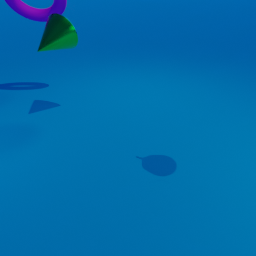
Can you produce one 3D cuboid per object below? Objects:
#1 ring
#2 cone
[{"bbox_3d":[-2.876,-4.070,8.546,1.999,1.999,0.400,2,64,4],"label":"ring"},{"bbox_3d":[-2.038,-2.287,7.380,1.031,1.031,1.035,16,52,28],"label":"cone"}]
